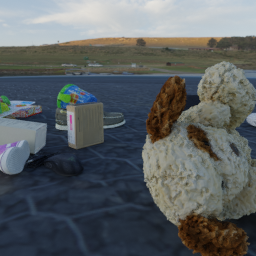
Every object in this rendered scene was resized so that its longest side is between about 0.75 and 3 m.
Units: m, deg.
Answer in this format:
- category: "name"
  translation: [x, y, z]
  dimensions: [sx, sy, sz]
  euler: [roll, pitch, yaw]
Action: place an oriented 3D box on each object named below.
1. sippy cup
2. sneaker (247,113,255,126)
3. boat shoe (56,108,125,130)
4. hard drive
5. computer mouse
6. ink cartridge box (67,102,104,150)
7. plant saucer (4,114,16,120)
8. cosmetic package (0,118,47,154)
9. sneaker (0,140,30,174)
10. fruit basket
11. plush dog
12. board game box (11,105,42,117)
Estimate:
- category: "sippy cup"
  translation: [-2.299, -1.183, 13.269]
  dimensions: [1.446, 1.550, 1.973]
  euler: [20, 37, 25]
- category: "sneaker"
  translation: [6.090, -0.721, 10.806]
  dimensions: [2.712, 1.559, 1.019]
  euler: [7, 15, 28]
- category: "boat shoe"
  translation: [-1.468, -0.452, 11.223]
  dimensions: [2.809, 0.840, 1.004]
  euler: [-4, 14, -14]
- category: "hard drive"
  translation: [2.576, -0.705, 11.543]
  dimensions: [2.889, 0.612, 1.949]
  euler: [-3, 35, -6]
- category: "computer mouse"
  translation: [-1.724, 0.811, 6.991]
  dimensions: [1.495, 0.394, 1.035]
  euler: [11, 17, 38]
- category: "ink cartridge box"
  translation: [-1.324, -0.105, 8.794]
  dimensions: [1.097, 1.331, 0.500]
  euler: [-11, 18, -43]
- category: "plant saucer"
  translation: [-5.819, -0.460, 12.487]
  dimensions: [1.521, 0.269, 1.521]
  euler: [0, 14, 0]
- category: "cosmetic package"
  translation: [-3.578, 0.168, 8.325]
  dimensions: [2.033, 0.743, 1.053]
  euler: [9, 12, 1]
- category: "sneaker"
  translation: [-3.104, 0.776, 6.894]
  dimensions: [1.011, 0.642, 1.772]
  euler: [-8, 8, -7]
- category: "fruit basket"
  translation: [-5.672, -0.860, 11.381]
  dimensions: [2.650, 1.341, 2.861]
  euler: [3, 25, 12]
- category: "plush dog"
  translation: [1.155, 0.563, 4.548]
  dimensions: [2.380, 2.967, 2.548]
  euler: [-31, -15, 32]
- category: "board game box"
  translation: [-5.179, -0.850, 13.894]
  dimensions: [1.151, 0.352, 1.520]
  euler: [3, 14, 12]
